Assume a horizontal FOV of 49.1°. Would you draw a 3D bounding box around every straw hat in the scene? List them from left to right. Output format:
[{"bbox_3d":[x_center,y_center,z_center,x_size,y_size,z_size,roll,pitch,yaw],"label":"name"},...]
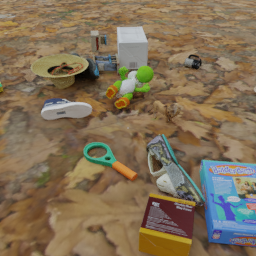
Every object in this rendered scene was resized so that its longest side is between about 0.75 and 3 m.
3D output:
[{"bbox_3d":[-3.157,-2.488,13.297,2.656,1.124,2.656,-1,38,1],"label":"straw hat"}]

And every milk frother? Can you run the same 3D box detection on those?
[{"bbox_3d":[3.629,-3.604,15.440,0.762,0.731,0.810,22,-2,27],"label":"milk frother"}]

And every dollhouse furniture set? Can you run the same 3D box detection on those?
[{"bbox_3d":[-1.173,-3.865,14.498,1.374,1.950,1.366,-4,36,-6],"label":"dollhouse furniture set"}]

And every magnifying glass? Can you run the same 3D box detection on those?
[{"bbox_3d":[-0.595,1.068,9.160,2.208,0.247,0.879,30,45,33],"label":"magnifying glass"}]

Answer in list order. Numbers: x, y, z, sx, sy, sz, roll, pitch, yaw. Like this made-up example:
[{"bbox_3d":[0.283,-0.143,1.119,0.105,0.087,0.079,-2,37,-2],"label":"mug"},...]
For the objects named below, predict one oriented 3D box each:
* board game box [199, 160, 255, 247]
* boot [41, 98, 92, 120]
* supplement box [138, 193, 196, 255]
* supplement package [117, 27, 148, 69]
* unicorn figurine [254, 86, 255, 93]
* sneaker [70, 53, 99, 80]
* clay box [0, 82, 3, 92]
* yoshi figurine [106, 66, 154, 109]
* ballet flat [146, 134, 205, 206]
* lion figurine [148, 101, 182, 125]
[{"bbox_3d":[3.047,1.950,7.641,1.905,0.563,2.504,4,36,6],"label":"board game box"},{"bbox_3d":[-2.488,-0.907,11.436,2.018,0.734,0.911,-4,41,-4],"label":"boot"},{"bbox_3d":[0.967,2.395,6.838,1.179,0.794,1.196,9,37,12],"label":"supplement box"},{"bbox_3d":[0.195,-4.578,15.850,1.569,1.511,2.759,-2,36,-3],"label":"supplement package"},{"bbox_3d":[6.515,-1.415,12.228,1.553,0.835,2.261,-28,29,-19],"label":"unicorn figurine"},{"bbox_3d":[-2.504,-2.945,14.150,1.224,1.094,2.987,-30,36,-25],"label":"sneaker"},{"bbox_3d":[-6.727,-2.029,13.215,1.157,0.479,2.013,-24,42,-29],"label":"clay box"},{"bbox_3d":[0.256,-2.002,12.227,1.402,1.407,2.504,19,47,28],"label":"yoshi figurine"},{"bbox_3d":[1.227,1.338,8.357,1.041,1.041,2.896,-9,37,-13],"label":"ballet flat"},{"bbox_3d":[1.388,-0.740,11.061,1.512,0.926,0.548,25,43,31],"label":"lion figurine"}]
